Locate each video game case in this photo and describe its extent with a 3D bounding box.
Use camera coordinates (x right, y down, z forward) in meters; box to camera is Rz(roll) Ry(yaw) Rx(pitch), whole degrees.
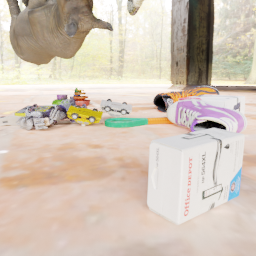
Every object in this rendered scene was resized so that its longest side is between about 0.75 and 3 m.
[{"bbox_3d":[-3.656,-0.679,11.083,1.146,0.162,1.268,1,18,4],"label":"video game case"}]

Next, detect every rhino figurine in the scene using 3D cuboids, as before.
[{"bbox_3d":[-0.982,-1.495,3.735,0.799,1.169,2.673,-15,14,-35],"label":"rhino figurine"}]

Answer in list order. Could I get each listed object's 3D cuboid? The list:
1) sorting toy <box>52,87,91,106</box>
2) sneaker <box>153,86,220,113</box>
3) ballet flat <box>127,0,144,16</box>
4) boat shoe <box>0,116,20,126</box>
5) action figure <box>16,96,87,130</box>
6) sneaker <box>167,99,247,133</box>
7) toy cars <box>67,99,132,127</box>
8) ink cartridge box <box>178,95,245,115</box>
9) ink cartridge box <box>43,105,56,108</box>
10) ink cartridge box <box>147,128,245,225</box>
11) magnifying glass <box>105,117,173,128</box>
[{"bbox_3d":[-2.928,-1.656,14.651,2.165,0.889,1.301,3,11,19],"label":"sorting toy"},{"bbox_3d":[2.275,-1.068,11.677,2.828,1.097,1.584,-4,9,44],"label":"sneaker"},{"bbox_3d":[0.187,-2.647,5.361,0.387,1.075,0.387,1,43,-1],"label":"ballet flat"},{"bbox_3d":[-3.678,-0.255,8.744,0.886,0.331,0.411,-2,19,-8],"label":"boat shoe"},{"bbox_3d":[-2.330,-0.401,8.439,1.505,0.802,2.312,14,20,34],"label":"action figure"},{"bbox_3d":[1.798,-0.278,7.599,1.364,0.867,2.392,-15,18,-43],"label":"sneaker"},{"bbox_3d":[-0.857,-0.445,8.835,2.187,0.484,0.981,-16,42,-35],"label":"toy cars"},{"bbox_3d":[2.759,-0.596,9.124,1.490,0.868,2.059,8,13,37],"label":"ink cartridge box"},{"bbox_3d":[-3.329,-0.799,11.797,0.933,0.276,1.166,4,10,20],"label":"ink cartridge box"},{"bbox_3d":[0.828,0.512,3.328,1.169,0.854,0.493,-10,17,-37],"label":"ink cartridge box"},{"bbox_3d":[0.380,-0.212,8.829,2.240,0.251,0.892,-1,10,-12],"label":"magnifying glass"}]
